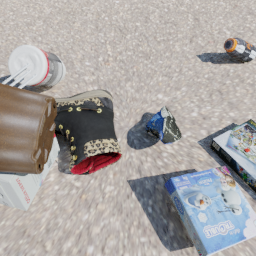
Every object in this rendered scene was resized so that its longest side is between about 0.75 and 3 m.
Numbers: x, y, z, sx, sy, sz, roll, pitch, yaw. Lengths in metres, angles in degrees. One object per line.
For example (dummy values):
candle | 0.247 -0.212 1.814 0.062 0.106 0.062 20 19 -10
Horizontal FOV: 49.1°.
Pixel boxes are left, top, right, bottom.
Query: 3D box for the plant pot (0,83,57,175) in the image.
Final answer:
plant pot | -2.422 -0.007 5.107 1.940 1.960 1.960 10 47 -5

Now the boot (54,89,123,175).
boot | -1.496 0.217 7.204 2.689 0.984 2.025 -16 56 -3

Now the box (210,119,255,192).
box | 3.348 0.792 7.078 1.432 0.395 2.097 -23 52 -20

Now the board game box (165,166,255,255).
board game box | 1.774 1.628 5.763 1.571 0.341 1.563 -7 56 -28

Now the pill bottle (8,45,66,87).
pill bottle | -2.598 -1.791 8.442 1.099 1.099 1.986 7 7 7

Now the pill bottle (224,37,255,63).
pill bottle | 3.899 -2.761 9.822 1.251 0.665 0.665 7 39 -36

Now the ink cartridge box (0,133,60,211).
ink cartridge box | -2.647 0.711 6.509 1.318 1.324 1.823 12 49 9

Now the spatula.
spatula | -2.999 -0.958 7.006 1.632 0.131 1.135 -39 43 -7

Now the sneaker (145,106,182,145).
sneaker | 0.898 0.044 7.405 0.771 0.679 1.729 -38 14 16
